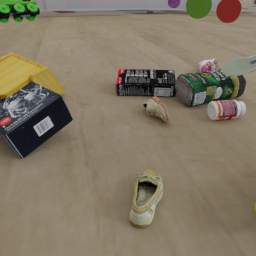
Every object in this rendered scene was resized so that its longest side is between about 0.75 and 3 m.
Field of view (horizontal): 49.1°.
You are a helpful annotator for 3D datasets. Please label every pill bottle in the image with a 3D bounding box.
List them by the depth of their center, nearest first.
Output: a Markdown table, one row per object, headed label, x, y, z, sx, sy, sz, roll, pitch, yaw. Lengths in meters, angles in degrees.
| label | x | y | z | sx | sy | sz | roll | pitch | yaw |
| --- | --- | --- | --- | --- | --- | --- | --- | --- | --- |
| pill bottle | 3.370 | -0.622 | 9.565 | 1.151 | 0.650 | 0.650 | -5 | 29 | -9 |

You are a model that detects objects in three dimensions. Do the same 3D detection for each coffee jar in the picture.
| label | x | y | z | sx | sy | sz | roll | pitch | yaw |
| --- | --- | --- | --- | --- | --- | --- | --- | --- | --- |
| coffee jar | 3.242 | -1.634 | 10.951 | 2.554 | 1.089 | 1.332 | -11 | 34 | -19 |

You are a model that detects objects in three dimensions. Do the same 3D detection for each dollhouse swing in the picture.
| label | x | y | z | sx | sy | sz | roll | pitch | yaw |
| --- | --- | --- | --- | --- | --- | --- | --- | --- | --- |
| dollhouse swing | -4.255 | -1.613 | 11.058 | 2.339 | 2.126 | 2.057 | 26 | 71 | 29 |

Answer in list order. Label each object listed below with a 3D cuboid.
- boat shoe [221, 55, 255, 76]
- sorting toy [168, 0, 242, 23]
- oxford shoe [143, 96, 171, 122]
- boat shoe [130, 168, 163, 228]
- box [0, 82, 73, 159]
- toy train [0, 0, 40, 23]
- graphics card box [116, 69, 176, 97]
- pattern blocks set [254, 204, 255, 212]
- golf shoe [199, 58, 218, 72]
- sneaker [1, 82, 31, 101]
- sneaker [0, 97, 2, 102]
| label | x | y | z | sx | sy | sz | roll | pitch | yaw |
| --- | --- | --- | --- | --- | --- | --- | --- | --- | --- |
| boat shoe | 3.063 | -1.588 | 7.241 | 1.341 | 0.468 | 0.478 | -15 | -12 | 4 |
| sorting toy | 2.028 | -3.276 | 7.573 | 1.905 | 0.661 | 0.656 | 12 | 21 | 7 |
| oxford shoe | 0.996 | -0.555 | 9.674 | 0.614 | 0.589 | 1.664 | -22 | 26 | -4 |
| boat shoe | 0.408 | 1.344 | 6.033 | 0.612 | 0.528 | 1.679 | 9 | 29 | 16 |
| box | -2.897 | -0.309 | 8.118 | 1.678 | 0.959 | 1.842 | 24 | 56 | 39 |
| toy train | -2.833 | -2.481 | 5.817 | 1.974 | 0.412 | 0.557 | -20 | 74 | -33 |
| graphics card box | 0.776 | -1.952 | 11.950 | 2.481 | 0.631 | 1.557 | 0 | 34 | 3 |
| pattern blocks set | 3.762 | 1.735 | 5.653 | 2.251 | 0.208 | 2.561 | -1 | 29 | -2 |
| golf shoe | 3.902 | -3.051 | 14.164 | 0.901 | 0.742 | 1.970 | 6 | 21 | 34 |
| sneaker | -4.679 | -1.563 | 11.085 | 2.510 | 0.926 | 1.098 | -6 | 30 | -3 |
| sneaker | -4.868 | -0.812 | 9.178 | 2.733 | 1.355 | 0.966 | 18 | 35 | 32 |
